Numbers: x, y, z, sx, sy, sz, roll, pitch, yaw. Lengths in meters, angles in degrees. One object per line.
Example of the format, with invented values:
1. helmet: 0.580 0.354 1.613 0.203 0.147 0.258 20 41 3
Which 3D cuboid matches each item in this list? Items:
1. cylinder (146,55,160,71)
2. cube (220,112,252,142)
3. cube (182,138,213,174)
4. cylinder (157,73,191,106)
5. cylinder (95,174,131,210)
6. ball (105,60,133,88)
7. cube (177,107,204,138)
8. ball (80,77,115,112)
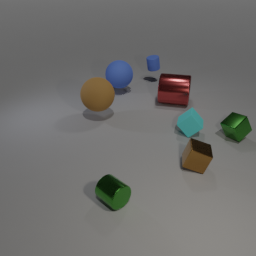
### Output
1. cylinder: 1.398 -3.592 15.506 0.700 0.700 0.700 -7 33 5
2. cube: 3.956 -0.050 10.255 0.700 0.700 0.700 -40 30 -11
3. cube: 2.137 0.859 8.688 0.700 0.700 0.700 19 32 -2
4. cylinder: 2.169 -1.799 13.052 1.400 1.400 1.400 7 29 12
5. cylinder: -0.392 1.681 7.395 0.700 0.700 0.700 -25 37 -38
6. ball: -0.443 -2.712 14.166 1.400 1.400 1.400 0 28 0
7. cube: 2.359 -0.210 10.595 0.700 0.700 0.700 -37 13 29
8. ball: -1.245 -1.369 11.459 1.400 1.400 1.400 0 28 0
